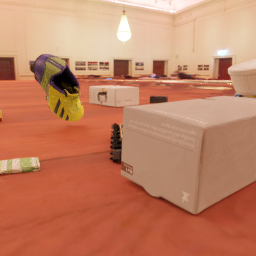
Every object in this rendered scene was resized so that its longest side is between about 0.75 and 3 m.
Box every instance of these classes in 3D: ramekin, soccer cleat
[{"bbox_3d":[4.672,-1.832,9.854,2.080,0.968,2.080,-14,16,4],"label":"ramekin"},{"bbox_3d":[-1.727,-0.895,7.856,1.149,0.888,2.747,24,-24,23],"label":"soccer cleat"}]

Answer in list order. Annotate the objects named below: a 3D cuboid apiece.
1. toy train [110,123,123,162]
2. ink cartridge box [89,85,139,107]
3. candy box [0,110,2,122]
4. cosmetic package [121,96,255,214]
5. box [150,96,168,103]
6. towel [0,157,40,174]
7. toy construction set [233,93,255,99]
[{"bbox_3d":[-0.139,0.266,6.512,0.548,0.408,2.393,3,12,-4],"label":"toy train"},{"bbox_3d":[-0.722,-1.666,14.290,1.628,0.944,2.206,-10,14,-41],"label":"ink cartridge box"},{"bbox_3d":[-5.063,-0.492,10.072,0.834,0.404,1.430,-6,15,-29],"label":"candy box"},{"bbox_3d":[1.441,0.196,4.780,2.941,1.326,1.571,-7,17,-42],"label":"cosmetic package"},{"bbox_3d":[1.656,-1.533,15.023,0.943,0.372,0.666,3,9,10],"label":"box"},{"bbox_3d":[-2.112,0.706,5.190,0.893,0.104,0.681,-6,13,-20],"label":"towel"},{"bbox_3d":[4.833,-0.874,10.067,1.909,1.341,2.911,-2,1,-9],"label":"toy construction set"}]
